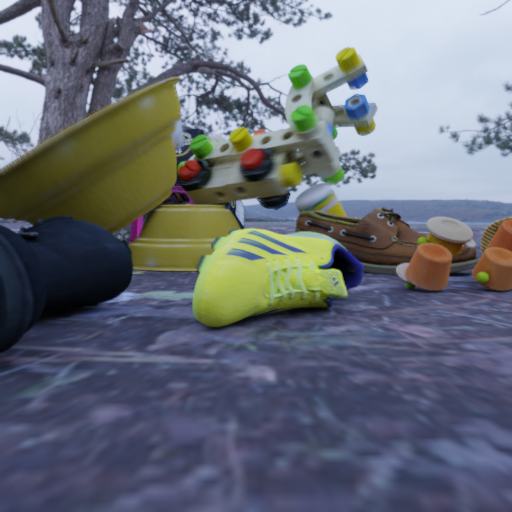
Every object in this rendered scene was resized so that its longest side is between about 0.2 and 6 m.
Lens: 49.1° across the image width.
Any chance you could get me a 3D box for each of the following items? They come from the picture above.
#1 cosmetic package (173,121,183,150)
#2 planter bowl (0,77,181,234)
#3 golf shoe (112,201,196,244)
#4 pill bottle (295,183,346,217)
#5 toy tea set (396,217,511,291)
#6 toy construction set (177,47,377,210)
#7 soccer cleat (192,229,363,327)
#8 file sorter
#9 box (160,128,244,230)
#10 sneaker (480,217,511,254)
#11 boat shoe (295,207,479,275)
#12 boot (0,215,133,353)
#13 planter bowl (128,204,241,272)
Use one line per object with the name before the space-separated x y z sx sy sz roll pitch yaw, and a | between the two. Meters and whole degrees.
cosmetic package | -2.142 -2.242 10.772 1.402 0.749 0.632 -18 -35 15
planter bowl | -2.302 -1.157 8.420 3.519 1.466 3.519 -29 14 8
golf shoe | -2.381 -0.635 13.687 3.170 1.241 1.541 2 -17 0
pill bottle | 1.095 -0.522 8.633 0.611 1.084 0.611 -27 21 11
toy tea set | 2.347 0.128 5.930 1.907 0.706 1.134 3 33 -8
toy construction set | 0.067 -1.814 9.235 3.735 2.449 1.721 -16 -45 43
soccer cleat | 0.257 0.153 4.318 0.829 0.641 1.982 20 16 26
file sorter | -1.924 -0.769 11.694 1.247 1.381 1.988 2 4 -9
box | -2.275 -1.588 14.102 3.196 0.974 3.965 -6 -22 13
sneaker | 4.173 -0.222 6.654 2.660 0.997 1.199 5 13 43
boat shoe | 1.644 -0.228 7.543 2.554 0.868 0.919 2 5 27
boot | -1.489 0.087 3.786 2.072 0.791 1.741 -5 5 38
planter bowl | -0.983 -0.318 8.498 2.225 0.927 2.225 -1 4 0
